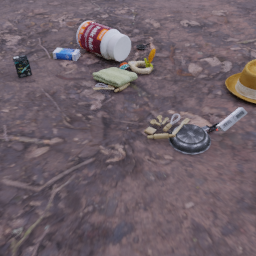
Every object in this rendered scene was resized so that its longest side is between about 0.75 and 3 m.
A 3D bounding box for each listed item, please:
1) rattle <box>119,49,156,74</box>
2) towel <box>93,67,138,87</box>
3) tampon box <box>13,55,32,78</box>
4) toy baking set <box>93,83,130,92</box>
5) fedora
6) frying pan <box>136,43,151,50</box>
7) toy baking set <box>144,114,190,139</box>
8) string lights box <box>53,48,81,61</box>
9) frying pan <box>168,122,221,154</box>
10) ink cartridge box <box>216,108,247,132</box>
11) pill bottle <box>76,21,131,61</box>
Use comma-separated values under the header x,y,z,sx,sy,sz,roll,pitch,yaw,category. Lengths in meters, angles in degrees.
x,y,z,sx,sy,sz,roll,pitch,yaw,category
0.395,-3.287,13.569,1.667,1.191,1.085,18,57,13,rattle
-0.621,-2.398,12.920,1.855,0.338,1.376,27,43,38,towel
-5.014,-2.929,13.320,0.646,0.862,0.544,-17,43,-20,tampon box
-0.745,-1.894,12.631,1.275,0.193,1.661,17,37,27,toy baking set
5.803,-2.156,12.125,2.993,1.221,2.993,0,40,0,fedora
0.842,-4.675,15.973,0.593,0.160,0.980,21,42,22,frying pan
1.369,-0.072,10.062,1.582,0.184,1.214,-1,47,24,toy baking set
-3.256,-3.928,14.893,1.290,0.380,0.663,8,41,10,string lights box
2.654,0.267,9.927,2.446,0.398,1.480,-8,41,-5,frying pan
3.394,-0.287,9.491,0.957,0.336,1.177,-40,3,4,ink cartridge box
-1.273,-4.526,14.679,2.729,1.558,1.558,30,48,31,pill bottle
